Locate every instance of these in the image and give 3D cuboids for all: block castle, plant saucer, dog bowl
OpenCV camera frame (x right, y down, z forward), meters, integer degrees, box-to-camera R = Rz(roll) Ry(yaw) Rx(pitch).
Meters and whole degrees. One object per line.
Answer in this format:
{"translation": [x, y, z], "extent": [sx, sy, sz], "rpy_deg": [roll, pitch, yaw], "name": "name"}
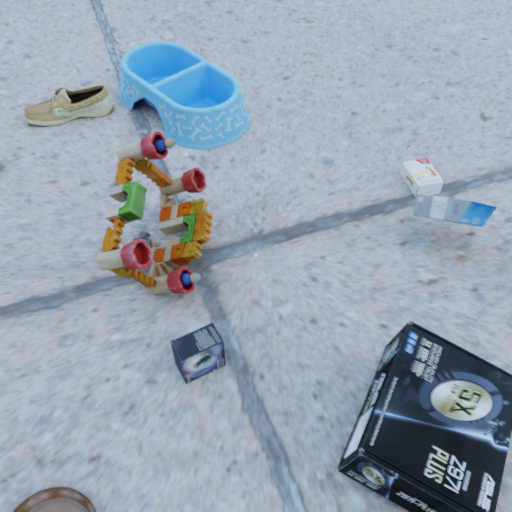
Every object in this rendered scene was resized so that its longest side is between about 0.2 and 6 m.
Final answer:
{"translation": [-1.652, -0.687, 9.874], "extent": [1.208, 1.721, 2.576], "rpy_deg": [-11, 61, 28], "name": "block castle"}
{"translation": [-2.726, 3.764, 7.443], "extent": [1.321, 0.228, 1.321], "rpy_deg": [0, 49, 0], "name": "plant saucer"}
{"translation": [-1.845, -4.058, 13.703], "extent": [2.161, 0.961, 3.877], "rpy_deg": [-35, 57, -26], "name": "dog bowl"}

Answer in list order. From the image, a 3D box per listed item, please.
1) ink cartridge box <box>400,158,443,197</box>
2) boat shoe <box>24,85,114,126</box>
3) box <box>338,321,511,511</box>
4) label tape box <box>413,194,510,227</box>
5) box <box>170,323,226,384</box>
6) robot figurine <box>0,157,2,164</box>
{"translation": [3.559, -1.686, 12.054], "extent": [0.600, 0.345, 0.827], "rpy_deg": [-11, 50, -9], "name": "ink cartridge box"}
{"translation": [-4.580, -3.716, 13.562], "extent": [2.132, 0.708, 0.789], "rpy_deg": [-15, 51, -13], "name": "boat shoe"}
{"translation": [2.463, 2.371, 7.871], "extent": [1.840, 0.967, 2.247], "rpy_deg": [29, 55, 7], "name": "box"}
{"translation": [3.749, -0.799, 10.273], "extent": [0.988, 0.456, 1.379], "rpy_deg": [4, 10, -43], "name": "label tape box"}
{"translation": [-0.916, 1.572, 8.984], "extent": [0.745, 0.751, 0.463], "rpy_deg": [-22, 53, -17], "name": "box"}
{"translation": [-5.962, -1.976, 12.229], "extent": [0.805, 0.455, 0.683], "rpy_deg": [-40, 94, -29], "name": "robot figurine"}
